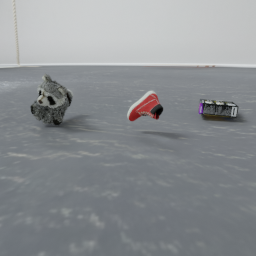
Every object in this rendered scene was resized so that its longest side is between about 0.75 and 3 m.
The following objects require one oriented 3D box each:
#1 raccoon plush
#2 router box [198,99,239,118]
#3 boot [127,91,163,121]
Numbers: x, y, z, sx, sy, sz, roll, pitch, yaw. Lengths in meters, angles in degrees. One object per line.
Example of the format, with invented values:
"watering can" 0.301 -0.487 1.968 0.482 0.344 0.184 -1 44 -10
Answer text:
"raccoon plush" -2.043 -1.079 7.992 1.008 1.396 2.084 22 35 -12
"router box" 2.875 -0.660 9.068 1.134 0.388 1.521 7 12 14
"boot" 0.416 -0.344 6.876 0.359 0.992 0.716 17 39 -42
